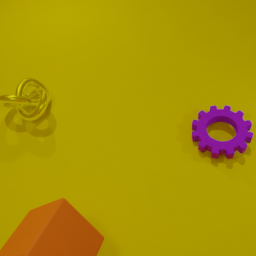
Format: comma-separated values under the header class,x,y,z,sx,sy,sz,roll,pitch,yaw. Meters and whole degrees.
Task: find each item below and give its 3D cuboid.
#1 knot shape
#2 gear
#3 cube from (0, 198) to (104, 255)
class,x,y,z,sx,sy,sz,roll,pitch,yaw
knot shape,-2.934,-0.805,7.880,1.420,0.701,1.518,-8,39,-11
gear,2.515,0.083,7.564,1.548,0.286,1.548,-5,56,8
cube,-1.405,2.214,5.092,1.194,1.194,1.194,50,38,-17
